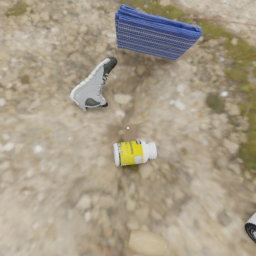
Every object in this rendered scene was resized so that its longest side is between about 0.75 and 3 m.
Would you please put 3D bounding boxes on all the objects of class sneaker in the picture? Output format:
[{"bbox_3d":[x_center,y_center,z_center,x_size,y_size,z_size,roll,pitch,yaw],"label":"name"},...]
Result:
[{"bbox_3d":[-0.736,-1.112,7.876,1.721,0.646,0.994,-42,80,9],"label":"sneaker"}]

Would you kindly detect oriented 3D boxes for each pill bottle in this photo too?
[{"bbox_3d":[0.173,0.615,7.006,1.021,0.568,0.568,-6,59,-7],"label":"pill bottle"}]

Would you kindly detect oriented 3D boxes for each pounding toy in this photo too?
[{"bbox_3d":[0.725,2.573,4.834,1.430,2.501,1.435,11,43,13],"label":"pounding toy"}]

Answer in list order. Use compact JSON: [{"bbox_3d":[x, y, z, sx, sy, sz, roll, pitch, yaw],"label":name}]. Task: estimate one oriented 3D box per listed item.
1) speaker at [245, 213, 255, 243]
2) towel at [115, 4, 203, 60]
[{"bbox_3d":[3.598,1.761,6.231,2.081,0.845,0.845,-36,66,-19],"label":"speaker"},{"bbox_3d":[0.672,-2.465,7.639,2.074,2.864,0.342,13,92,-3],"label":"towel"}]
